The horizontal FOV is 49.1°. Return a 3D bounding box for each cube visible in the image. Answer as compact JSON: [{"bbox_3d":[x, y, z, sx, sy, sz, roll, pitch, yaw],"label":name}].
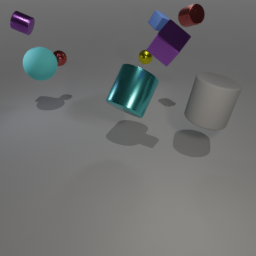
[{"bbox_3d":[1.037,-2.168,7.183,0.700,0.700,0.700,39,65,-4],"label":"cube"},{"bbox_3d":[1.574,-5.314,14.000,0.700,0.700,0.700,2,45,-42],"label":"cube"}]

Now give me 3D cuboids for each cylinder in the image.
[{"bbox_3d":[0.146,-1.246,9.551,1.400,1.400,1.400,24,-2,1],"label":"cylinder"},{"bbox_3d":[-4.084,-4.065,10.858,0.700,0.700,0.700,21,28,-8],"label":"cylinder"},{"bbox_3d":[2.306,-4.093,10.222,0.700,0.700,0.700,-13,15,-22],"label":"cylinder"},{"bbox_3d":[2.645,-0.865,8.840,1.400,1.400,1.400,9,29,-5],"label":"cylinder"}]

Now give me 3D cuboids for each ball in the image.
[{"bbox_3d":[-3.725,-2.723,11.919,1.400,1.400,1.400,0,29,0],"label":"ball"},{"bbox_3d":[-3.119,-3.156,12.681,0.700,0.700,0.700,0,29,0],"label":"ball"},{"bbox_3d":[0.844,-3.426,13.538,0.700,0.700,0.700,0,29,0],"label":"ball"}]
